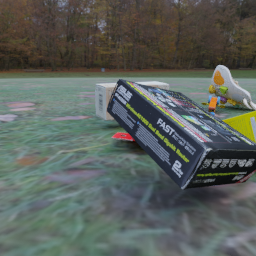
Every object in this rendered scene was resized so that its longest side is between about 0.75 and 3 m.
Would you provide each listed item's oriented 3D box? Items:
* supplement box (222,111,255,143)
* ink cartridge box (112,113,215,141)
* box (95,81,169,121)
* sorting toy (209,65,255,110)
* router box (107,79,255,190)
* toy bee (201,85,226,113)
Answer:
[{"bbox_3d":[2.028,0.114,4.718,1.130,0.619,0.615,-19,-16,41],"label":"supplement box"},{"bbox_3d":[0.709,-0.066,6.015,1.994,0.670,1.158,3,4,3],"label":"ink cartridge box"},{"bbox_3d":[0.136,-0.824,8.111,2.031,0.964,0.789,-8,17,-26],"label":"box"},{"bbox_3d":[4.411,-1.312,11.204,2.063,1.102,1.857,30,10,-38],"label":"sorting toy"},{"bbox_3d":[0.713,0.026,3.748,1.319,0.547,1.761,6,27,-40],"label":"router box"},{"bbox_3d":[3.344,-0.938,10.745,0.842,0.699,1.286,29,57,33],"label":"toy bee"}]
